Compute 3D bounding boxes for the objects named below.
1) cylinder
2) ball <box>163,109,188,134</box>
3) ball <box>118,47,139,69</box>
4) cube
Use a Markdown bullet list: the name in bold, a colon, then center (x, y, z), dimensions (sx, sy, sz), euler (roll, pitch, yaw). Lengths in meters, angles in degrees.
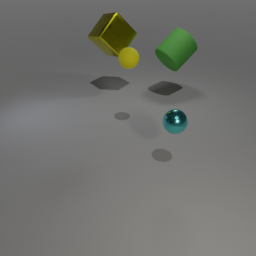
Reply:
- **cylinder**: center (2.205, -3.581, 12.865), dimensions (1.400, 1.400, 1.400), euler (-47, 41, -2)
- **ball**: center (1.319, -0.178, 7.836), dimensions (0.700, 0.700, 0.700), euler (0, 29, 0)
- **ball**: center (0.022, -2.328, 9.334), dimensions (0.700, 0.700, 0.700), euler (0, 29, 0)
- **cube**: center (-0.743, -4.316, 13.028), dimensions (1.400, 1.400, 1.400), euler (-56, 35, -4)
